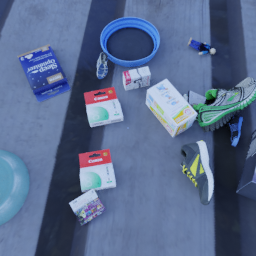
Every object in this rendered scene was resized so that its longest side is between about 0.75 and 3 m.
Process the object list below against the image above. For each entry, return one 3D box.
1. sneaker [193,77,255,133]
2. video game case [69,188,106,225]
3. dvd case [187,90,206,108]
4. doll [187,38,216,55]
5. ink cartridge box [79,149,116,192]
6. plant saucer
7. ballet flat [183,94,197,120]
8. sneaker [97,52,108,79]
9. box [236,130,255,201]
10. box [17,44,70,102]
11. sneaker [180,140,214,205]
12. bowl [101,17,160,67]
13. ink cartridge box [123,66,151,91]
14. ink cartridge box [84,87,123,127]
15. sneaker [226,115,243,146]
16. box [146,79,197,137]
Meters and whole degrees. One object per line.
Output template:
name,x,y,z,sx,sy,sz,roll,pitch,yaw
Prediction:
sneaker,3.661,-1.094,10.302,2.894,1.129,1.233,-35,96,-17
video game case,-1.308,2.548,9.090,0.915,0.164,0.829,-31,83,-7
dvd case,2.764,-0.937,10.764,1.077,0.094,0.768,20,59,-15
doll,3.197,-3.484,12.147,1.220,0.296,0.833,23,58,4
ink cartridge box,-1.092,1.423,9.722,1.160,0.361,1.441,-9,66,-5
plant saucer,-4.774,1.945,9.374,2.799,0.503,2.799,0,64,0
ballet flat,2.330,-0.792,10.805,0.403,0.403,1.162,-20,69,-10
sneaker,-1.076,-2.522,11.527,0.433,0.478,1.123,15,78,-24
box,5.240,1.339,9.110,2.476,1.526,2.456,21,67,10
box,-3.460,-2.307,11.534,1.451,0.388,2.396,-25,68,-12
sneaker,2.288,1.511,9.491,0.967,0.851,2.285,-4,55,5
bowl,0.099,-3.725,12.156,2.539,0.498,2.539,0,64,0
ink cartridge box,0.350,-1.960,11.136,1.046,0.760,0.436,-14,65,-7
ink cartridge box,-0.977,-0.906,10.846,1.297,0.404,1.612,-12,66,-6
sneaker,3.871,0.081,10.347,0.501,0.451,1.287,14,59,13
box,1.561,-0.725,10.385,0.919,1.020,1.813,-31,68,-14
